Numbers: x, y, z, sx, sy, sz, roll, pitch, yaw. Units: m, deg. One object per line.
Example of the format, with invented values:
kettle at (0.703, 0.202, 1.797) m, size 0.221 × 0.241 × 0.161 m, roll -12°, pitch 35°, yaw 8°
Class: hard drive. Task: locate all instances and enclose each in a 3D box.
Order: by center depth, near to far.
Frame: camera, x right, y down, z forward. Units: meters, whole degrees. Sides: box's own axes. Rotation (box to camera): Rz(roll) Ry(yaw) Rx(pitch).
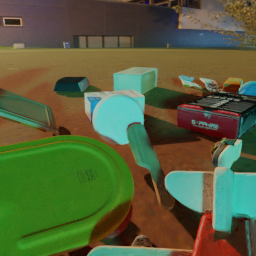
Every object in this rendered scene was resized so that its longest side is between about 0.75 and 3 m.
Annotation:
hard drive at (-2.579, -2.065, 13.036) m, size 1.398 × 0.439 × 2.073 m, roll 1°, pitch 19°, yaw 2°

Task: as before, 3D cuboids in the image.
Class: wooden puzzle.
wooden puzzle at (-2.718, -0.456, 7.089) m, size 1.947 × 0.362 × 1.801 m, roll 26°, pitch 12°, yaw -29°

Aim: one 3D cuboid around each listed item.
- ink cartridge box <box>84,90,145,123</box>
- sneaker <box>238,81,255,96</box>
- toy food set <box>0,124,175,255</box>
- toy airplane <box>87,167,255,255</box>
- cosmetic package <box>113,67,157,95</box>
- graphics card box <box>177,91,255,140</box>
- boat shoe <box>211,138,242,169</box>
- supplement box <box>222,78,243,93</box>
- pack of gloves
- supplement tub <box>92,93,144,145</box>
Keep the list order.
ink cartridge box at (-0.433, -0.701, 8.618) m, size 1.646 × 0.694 × 1.202 m, roll -5°, pitch 19°, yaw -15°
sneaker at (4.725, -1.036, 9.265) m, size 2.396 × 0.941 × 1.068 m, roll -4°, pitch 17°, yaw -13°
toy food set at (-0.865, 0.974, 3.667) m, size 2.835 × 0.926 × 1.668 m, roll -10°, pitch 45°, yaw -21°
toy airplane at (0.697, 1.226, 1.924) m, size 1.913 × 1.356 × 1.921 m, roll -36°, pitch 39°, yaw -2°
cosmetic package at (0.396, -2.134, 12.542) m, size 1.307 × 0.883 × 2.484 m, roll 7°, pitch 20°, yaw 21°
graphics card box at (2.772, -0.463, 7.954) m, size 1.671 × 0.677 × 2.663 m, roll 14°, pitch 25°, yaw 37°
boat shoe at (1.865, 0.491, 5.479) m, size 0.417 × 0.499 × 1.396 m, roll 13°, pitch 16°, yaw 32°
supplement box at (4.302, -1.643, 11.507) m, size 0.637 × 0.659 × 1.916 m, roll 11°, pitch 19°, yaw 22°
pack of gloves at (3.328, -1.936, 13.027) m, size 1.918 × 0.450 × 2.283 m, roll 11°, pitch 22°, yaw -1°
supplement tub at (-0.204, -0.173, 5.299) m, size 0.923 × 0.923 × 1.315 m, roll -2°, pitch 4°, yaw -5°
